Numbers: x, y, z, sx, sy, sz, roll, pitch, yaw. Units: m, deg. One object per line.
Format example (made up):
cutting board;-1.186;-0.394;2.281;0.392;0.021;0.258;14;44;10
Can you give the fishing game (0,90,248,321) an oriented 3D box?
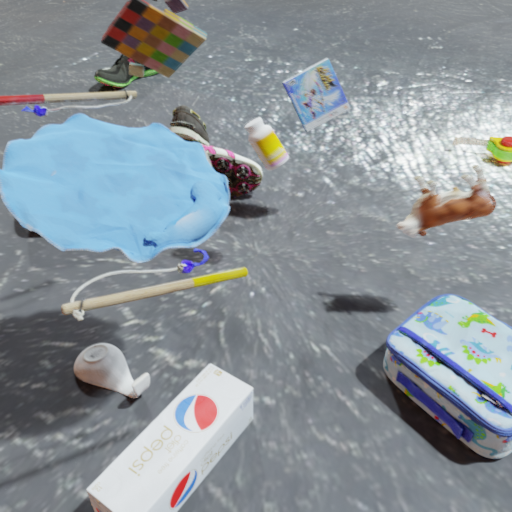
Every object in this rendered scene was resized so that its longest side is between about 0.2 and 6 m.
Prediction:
fishing game;-1.733;-0.892;7.137;2.872;0.623;4.010;-15;52;-31

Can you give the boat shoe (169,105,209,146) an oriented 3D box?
boat shoe;-1.587;-3.135;13.855;0.820;0.692;2.299;8;3;3

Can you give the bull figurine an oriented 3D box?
bull figurine;3.040;-0.853;9.088;1.582;0.960;0.515;-12;28;7

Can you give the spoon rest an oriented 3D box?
spoon rest;-2.320;1.883;9.073;1.636;0.496;0.813;17;40;39

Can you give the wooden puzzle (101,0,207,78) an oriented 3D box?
wooden puzzle;-2.055;-4.385;11.235;1.594;2.688;0.189;20;66;-32

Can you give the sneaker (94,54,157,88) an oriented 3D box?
sneaker;-4.141;-6.234;18.042;1.040;1.135;2.710;27;47;28

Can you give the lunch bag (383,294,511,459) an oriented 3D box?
lunch bag;3.320;1.785;8.717;1.944;0.997;2.418;-28;46;-25

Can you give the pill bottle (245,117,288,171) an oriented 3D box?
pill bottle;0.170;-1.993;9.938;0.463;0.888;0.463;-29;22;13

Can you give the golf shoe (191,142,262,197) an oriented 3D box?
golf shoe;-1.225;-2.264;13.390;3.013;1.094;1.387;11;41;13

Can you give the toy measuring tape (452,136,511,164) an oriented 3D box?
toy measuring tape;6.028;-2.738;14.322;1.886;0.694;0.694;8;41;11

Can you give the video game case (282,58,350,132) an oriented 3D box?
video game case;1.193;-3.160;11.052;0.984;1.086;0.247;-28;18;4

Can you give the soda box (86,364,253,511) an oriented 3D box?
soda box;-1.072;2.688;7.767;0.852;0.796;2.501;25;46;26
